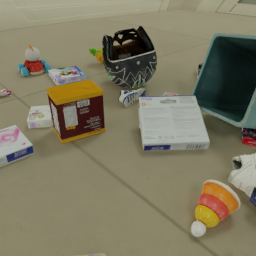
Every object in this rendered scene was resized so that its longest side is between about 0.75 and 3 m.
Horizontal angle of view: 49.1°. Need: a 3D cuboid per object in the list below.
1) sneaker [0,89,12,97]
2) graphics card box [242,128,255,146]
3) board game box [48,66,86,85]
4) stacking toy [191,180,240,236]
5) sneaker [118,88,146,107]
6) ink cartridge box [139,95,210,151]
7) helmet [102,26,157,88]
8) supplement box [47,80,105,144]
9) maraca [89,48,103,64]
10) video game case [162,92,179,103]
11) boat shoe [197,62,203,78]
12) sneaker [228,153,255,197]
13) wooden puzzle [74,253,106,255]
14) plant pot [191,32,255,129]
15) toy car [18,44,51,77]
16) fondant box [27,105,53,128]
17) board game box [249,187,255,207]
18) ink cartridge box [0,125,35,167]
[{"bbox_3d":[-5.564,-1.523,12.537,0.464,0.294,0.825,8,31,19],"label":"sneaker"},{"bbox_3d":[4.291,0.250,9.716,0.623,0.253,0.993,10,32,16],"label":"graphics card box"},{"bbox_3d":[-3.164,-2.746,14.483,1.528,0.315,1.531,-16,35,-24],"label":"board game box"},{"bbox_3d":[1.896,1.979,6.592,0.979,0.979,1.341,27,60,37],"label":"stacking toy"},{"bbox_3d":[0.088,-1.452,12.171,0.799,0.559,1.383,29,43,35],"label":"sneaker"},{"bbox_3d":[1.492,-0.215,9.703,2.193,0.446,2.197,-1,51,-2],"label":"ink cartridge box"},{"bbox_3d":[0.093,-3.094,12.862,2.700,2.700,2.574,-14,75,-21],"label":"helmet"},{"bbox_3d":[-1.766,-0.594,9.732,1.631,1.653,1.098,-16,35,-24],"label":"supplement box"},{"bbox_3d":[-1.443,-4.157,16.030,1.679,1.151,0.898,20,78,1],"label":"maraca"},{"bbox_3d":[1.845,-1.351,12.465,0.629,0.077,0.880,12,34,18],"label":"video game case"},{"bbox_3d":[3.988,-3.117,14.744,0.682,0.671,1.891,6,32,10],"label":"boat shoe"},{"bbox_3d":[3.564,0.990,7.898,1.098,0.861,2.211,28,40,32],"label":"sneaker"},{"bbox_3d":[-0.911,2.870,5.512,0.967,0.224,0.896,-1,31,-2],"label":"wooden puzzle"},{"bbox_3d":[4.510,-1.509,10.019,2.869,2.817,2.809,11,14,-28],"label":"plant pot"},{"bbox_3d":[-5.070,-3.740,14.863,1.484,1.610,1.424,-17,36,-26],"label":"toy car"},{"bbox_3d":[-3.330,-0.453,10.759,0.857,0.346,1.187,-5,31,-7],"label":"fondant box"},{"bbox_3d":[4.601,1.908,6.625,2.709,0.469,1.836,-7,32,-20],"label":"board game box"},{"bbox_3d":[-4.438,0.577,9.017,2.081,0.459,2.120,-24,41,-33],"label":"ink cartridge box"}]
